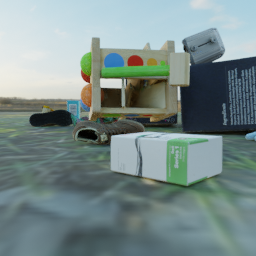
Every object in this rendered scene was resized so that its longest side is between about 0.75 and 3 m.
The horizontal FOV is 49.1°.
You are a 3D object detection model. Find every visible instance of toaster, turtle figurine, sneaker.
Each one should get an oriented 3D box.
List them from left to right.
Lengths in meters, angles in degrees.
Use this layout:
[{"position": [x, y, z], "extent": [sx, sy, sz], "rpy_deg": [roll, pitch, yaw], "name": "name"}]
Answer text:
[{"position": [-2.335, -0.292, 8.647], "extent": [1.367, 0.518, 0.599], "rpy_deg": [-1, -1, -19], "name": "sneaker"}, {"position": [-0.768, -0.350, 7.637], "extent": [1.486, 0.748, 1.113], "rpy_deg": [-16, -5, -15], "name": "turtle figurine"}, {"position": [-0.297, 0.118, 4.258], "extent": [1.099, 0.387, 0.415], "rpy_deg": [0, 26, 6], "name": "sneaker"}, {"position": [1.845, -1.914, 6.875], "extent": [0.859, 0.756, 1.330], "rpy_deg": [-21, -3, 14], "name": "toaster"}]

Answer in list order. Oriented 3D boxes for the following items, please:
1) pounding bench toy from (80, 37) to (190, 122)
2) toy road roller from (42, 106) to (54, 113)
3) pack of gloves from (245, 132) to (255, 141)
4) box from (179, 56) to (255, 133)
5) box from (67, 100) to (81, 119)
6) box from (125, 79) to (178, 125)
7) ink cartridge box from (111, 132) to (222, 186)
[{"position": [-0.014, -0.806, 4.588], "extent": [1.520, 1.210, 1.948], "rpy_deg": [0, -5, -10], "name": "pounding bench toy"}, {"position": [-4.141, -0.786, 14.764], "extent": [0.786, 0.662, 1.077], "rpy_deg": [11, -1, -21], "name": "toy road roller"}, {"position": [2.950, 0.054, 4.125], "extent": [2.098, 0.414, 1.763], "rpy_deg": [1, 5, 4], "name": "pack of gloves"}, {"position": [2.774, -0.747, 6.676], "extent": [2.599, 1.526, 2.556], "rpy_deg": [-4, 2, 23], "name": "box"}, {"position": [-2.757, -0.925, 14.478], "extent": [0.562, 0.941, 2.286], "rpy_deg": [0, 4, -6], "name": "box"}, {"position": [0.778, -0.782, 9.078], "extent": [1.579, 1.371, 2.390], "rpy_deg": [0, 1, 7], "name": "box"}, {"position": [0.302, 0.216, 2.319], "extent": [0.763, 0.322, 0.557], "rpy_deg": [3, 5, 42], "name": "ink cartridge box"}]
